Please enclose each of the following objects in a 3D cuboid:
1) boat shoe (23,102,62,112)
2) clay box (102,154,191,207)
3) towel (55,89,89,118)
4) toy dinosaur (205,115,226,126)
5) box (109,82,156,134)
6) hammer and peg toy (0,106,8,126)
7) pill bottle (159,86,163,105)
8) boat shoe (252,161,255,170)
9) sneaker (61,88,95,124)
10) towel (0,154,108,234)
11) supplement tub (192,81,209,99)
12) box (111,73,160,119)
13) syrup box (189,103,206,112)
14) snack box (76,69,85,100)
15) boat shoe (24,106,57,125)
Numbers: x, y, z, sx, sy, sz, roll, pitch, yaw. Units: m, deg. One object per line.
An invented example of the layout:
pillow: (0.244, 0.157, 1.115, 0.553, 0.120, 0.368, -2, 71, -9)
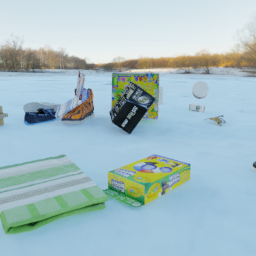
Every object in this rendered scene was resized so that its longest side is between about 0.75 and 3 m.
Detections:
boat shoe: (-4.148, -0.967, 13.880, 2.028, 0.730, 0.666, -6, 10, -26)
clay box: (0.402, 1.069, 6.028, 1.063, 0.440, 1.850, 12, 17, 42)
towel: (-2.393, -1.068, 12.047, 1.644, 0.196, 1.207, -31, 25, 8)
toy dinosaur: (3.830, -0.383, 12.184, 0.645, 0.371, 1.275, -5, 15, -14)
box: (0.104, -0.852, 11.014, 0.870, 1.655, 2.021, 35, 7, -13)
hammer and peg toy: (-6.451, -0.477, 11.491, 2.438, 0.860, 1.794, 4, 14, 18)
pill bottle: (0.654, -1.850, 15.868, 2.621, 1.460, 1.460, 2, 14, 5)
boat shoe: (3.673, 0.941, 6.574, 0.531, 0.433, 1.436, -13, 19, -43)
sneaker: (-2.263, -1.048, 12.540, 1.019, 1.471, 2.626, 3, 14, 12)
towel: (-1.745, 1.239, 5.745, 1.873, 0.385, 2.511, -10, 19, -28)
supplement tub: (2.663, -1.399, 10.303, 0.593, 0.593, 0.845, 3, -1, 13)
box: (0.370, -1.421, 12.669, 2.069, 1.993, 1.262, 2, 4, 7)
syrup box: (3.743, -1.091, 15.083, 0.369, 0.357, 0.907, -11, 18, -39)
snack box: (-1.353, -1.216, 7.966, 0.109, 0.893, 0.321, -9, 53, -25)
boat shoe: (-3.783, -0.594, 12.461, 0.773, 0.631, 1.838, 6, 15, 22)
